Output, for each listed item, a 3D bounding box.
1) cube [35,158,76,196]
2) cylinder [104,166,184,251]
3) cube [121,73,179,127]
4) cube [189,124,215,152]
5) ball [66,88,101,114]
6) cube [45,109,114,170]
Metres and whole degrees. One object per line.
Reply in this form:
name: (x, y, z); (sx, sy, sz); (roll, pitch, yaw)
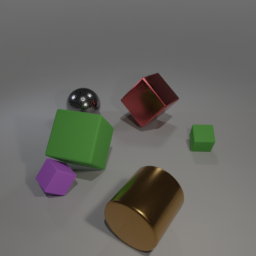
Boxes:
cube: (-2.025, 1.374, 7.863); (0.700, 0.700, 0.700); (27, 5, -46)
cylinder: (0.400, 1.836, 6.566); (1.400, 1.400, 1.400); (19, 39, 29)
cube: (0.871, -1.118, 10.988); (1.400, 1.400, 1.400); (52, 35, 6)
cube: (2.562, 0.352, 9.721); (0.700, 0.700, 0.700); (1, 58, 2)
ball: (-1.827, -0.956, 11.531); (1.400, 1.400, 1.400); (0, 30, 0)
cube: (-1.383, 0.372, 8.393); (1.400, 1.400, 1.400); (9, -13, 14)
